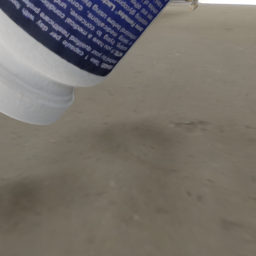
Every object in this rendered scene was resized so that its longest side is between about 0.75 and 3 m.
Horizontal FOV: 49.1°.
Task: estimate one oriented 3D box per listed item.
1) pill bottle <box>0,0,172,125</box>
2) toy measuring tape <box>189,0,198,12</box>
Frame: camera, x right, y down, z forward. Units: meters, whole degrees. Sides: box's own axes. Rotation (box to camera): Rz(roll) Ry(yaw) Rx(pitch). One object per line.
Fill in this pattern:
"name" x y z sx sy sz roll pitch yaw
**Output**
"pill bottle" -0.387 -1.150 2.335 1.279 2.211 1.279 37 19 -15
"toy measuring tape" 2.501 -3.836 7.338 0.944 2.567 0.944 6 68 -14
